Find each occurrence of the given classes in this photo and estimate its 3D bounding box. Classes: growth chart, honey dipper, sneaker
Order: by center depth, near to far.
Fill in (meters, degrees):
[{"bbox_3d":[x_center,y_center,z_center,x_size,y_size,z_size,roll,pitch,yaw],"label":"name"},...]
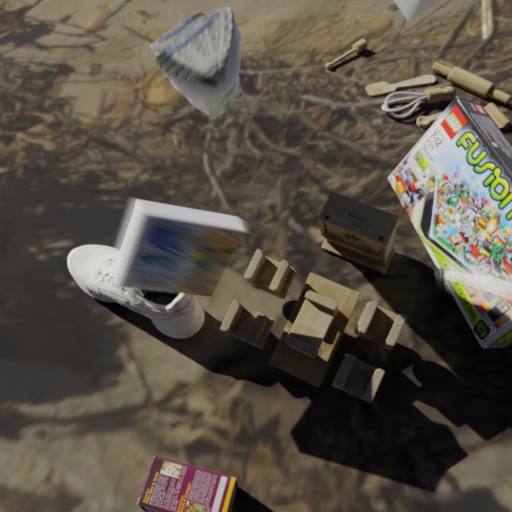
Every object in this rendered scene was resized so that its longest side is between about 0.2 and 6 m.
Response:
[{"bbox_3d":[3.601,0.538,6.833,2.319,1.678,0.206,13,94,-11],"label":"growth chart"},{"bbox_3d":[-0.623,-2.581,7.813,1.174,1.373,3.152,-32,26,4],"label":"sneaker"},{"bbox_3d":[-1.986,0.327,9.006,2.592,1.291,0.970,23,63,17],"label":"sneaker"},{"bbox_3d":[2.081,-4.692,13.093,1.243,0.236,0.236,-35,62,-18],"label":"honey dipper"}]

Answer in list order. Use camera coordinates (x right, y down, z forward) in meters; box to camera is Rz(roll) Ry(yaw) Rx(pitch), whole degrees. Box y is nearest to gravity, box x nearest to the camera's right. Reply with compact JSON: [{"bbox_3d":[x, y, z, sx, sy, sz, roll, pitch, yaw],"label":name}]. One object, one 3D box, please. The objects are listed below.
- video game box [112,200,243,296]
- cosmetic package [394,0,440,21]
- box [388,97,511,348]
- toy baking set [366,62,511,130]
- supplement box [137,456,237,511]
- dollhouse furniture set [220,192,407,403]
[{"bbox_3d":[-1.045,-0.052,7.355,1.401,1.277,0.328,8,42,-25],"label":"video game box"},{"bbox_3d":[2.476,-4.174,8.390,0.712,0.862,0.711,-33,88,0],"label":"cosmetic package"},{"bbox_3d":[3.673,-0.603,9.167,0.640,2.028,3.686,3,51,-30],"label":"box"},{"bbox_3d":[3.986,-3.399,12.117,2.956,0.344,2.269,39,64,23],"label":"toy baking set"},{"bbox_3d":[-0.901,3.203,7.513,1.180,0.506,0.651,12,57,8],"label":"supplement box"},{"bbox_3d":[1.189,0.660,8.944,2.393,1.814,2.730,23,81,15],"label":"dollhouse furniture set"}]
